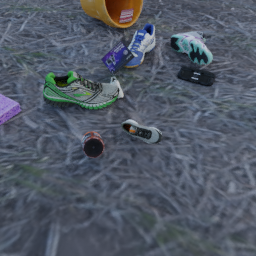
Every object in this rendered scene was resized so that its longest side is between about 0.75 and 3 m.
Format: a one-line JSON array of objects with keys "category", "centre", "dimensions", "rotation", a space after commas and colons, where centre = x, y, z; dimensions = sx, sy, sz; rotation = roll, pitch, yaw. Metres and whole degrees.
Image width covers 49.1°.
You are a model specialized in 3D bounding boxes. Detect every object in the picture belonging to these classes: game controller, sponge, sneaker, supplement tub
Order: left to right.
[{"category": "sponge", "centre": [-4.950, -0.245, 8.912], "dimensions": [1.480, 0.396, 2.653], "rotation": [27, 51, 25]}, {"category": "sneaker", "centre": [-1.537, -1.289, 9.372], "dimensions": [2.564, 1.092, 1.000], "rotation": [-1, 43, -12]}, {"category": "supplement tub", "centre": [-0.995, 0.427, 7.859], "dimensions": [0.590, 0.590, 1.104], "rotation": [-9, 12, -9]}, {"category": "sneaker", "centre": [-0.434, -1.464, 10.142], "dimensions": [0.384, 0.414, 1.021], "rotation": [-13, 48, -15]}, {"category": "sneaker", "centre": [0.380, -3.495, 11.689], "dimensions": [0.955, 1.118, 2.538], "rotation": [19, 49, 16]}, {"category": "sneaker", "centre": [0.368, 0.137, 8.195], "dimensions": [1.334, 0.493, 0.529], "rotation": [20, 12, 24]}, {"category": "game controller", "centre": [2.645, -2.012, 10.839], "dimensions": [1.406, 0.296, 0.734], "rotation": [19, 62, 18]}, {"category": "sneaker", "centre": [3.100, -3.584, 11.927], "dimensions": [1.608, 0.894, 2.299], "rotation": [-26, 51, -23]}]

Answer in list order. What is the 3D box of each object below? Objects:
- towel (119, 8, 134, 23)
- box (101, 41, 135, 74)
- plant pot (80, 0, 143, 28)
[{"category": "towel", "centre": [-0.082, -5.614, 13.962], "dimensions": [0.656, 0.104, 0.911], "rotation": [-4, 56, 19]}, {"category": "box", "centre": [-0.386, -2.692, 10.770], "dimensions": [0.744, 1.054, 0.416], "rotation": [51, 14, 1]}, {"category": "plant pot", "centre": [-1.005, -6.347, 13.765], "dimensions": [2.388, 2.608, 2.608], "rotation": [21, 47, 40]}]
